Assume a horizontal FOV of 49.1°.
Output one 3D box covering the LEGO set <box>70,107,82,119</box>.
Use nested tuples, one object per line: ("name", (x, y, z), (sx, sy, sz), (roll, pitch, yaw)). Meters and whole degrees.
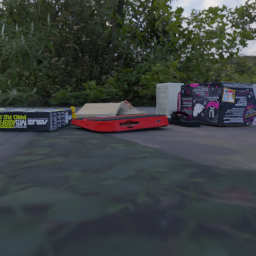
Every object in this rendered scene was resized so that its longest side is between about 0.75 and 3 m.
("LEGO set", (-2.936, -0.781, 14.594), (1.609, 0.660, 0.614), (2, 6, 19))

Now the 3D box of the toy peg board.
("toy peg board", (-1.188, -0.471, 11.897), (1.596, 0.781, 1.590), (-1, 21, 8))

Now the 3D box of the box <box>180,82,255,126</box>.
("box", (3.607, -0.962, 11.402), (1.867, 1.621, 2.825), (0, 6, -20))

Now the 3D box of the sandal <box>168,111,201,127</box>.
("sandal", (2.138, -0.392, 11.043), (0.831, 0.529, 2.212), (-2, 7, -20))

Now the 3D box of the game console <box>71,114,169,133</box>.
("game console", (-0.258, -0.204, 9.559), (2.735, 0.424, 2.419), (-6, 6, -33))

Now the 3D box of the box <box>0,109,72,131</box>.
("box", (-3.404, -0.332, 9.928), (2.275, 0.629, 2.840), (1, 5, 1))

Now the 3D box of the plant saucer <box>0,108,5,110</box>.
("plant saucer", (-10.246, -1.246, 20.772), (1.862, 0.447, 1.865), (2, 6, 19))

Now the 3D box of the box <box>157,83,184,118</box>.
("box", (2.225, -1.417, 14.891), (1.014, 1.862, 1.190), (-3, 6, -26))

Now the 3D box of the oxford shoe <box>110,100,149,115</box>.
("oxford shoe", (-0.079, -0.750, 12.509), (2.589, 0.968, 0.912), (6, 7, 44))
